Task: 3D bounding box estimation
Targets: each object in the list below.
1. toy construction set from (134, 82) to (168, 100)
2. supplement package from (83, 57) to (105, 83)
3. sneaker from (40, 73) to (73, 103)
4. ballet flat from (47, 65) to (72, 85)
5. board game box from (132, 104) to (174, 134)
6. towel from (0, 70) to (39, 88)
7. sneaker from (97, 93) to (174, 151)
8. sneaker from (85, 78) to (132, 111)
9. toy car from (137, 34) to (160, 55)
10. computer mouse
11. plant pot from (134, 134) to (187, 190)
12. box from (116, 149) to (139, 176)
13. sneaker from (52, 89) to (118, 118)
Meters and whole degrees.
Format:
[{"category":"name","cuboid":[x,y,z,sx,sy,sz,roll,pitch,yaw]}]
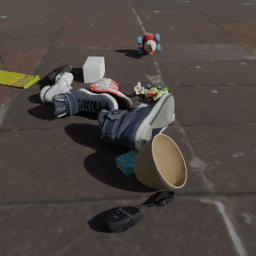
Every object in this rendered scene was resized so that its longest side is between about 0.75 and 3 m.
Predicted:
[{"category":"toy construction set","cuboid":[1.015,-1.433,11.730,1.567,0.722,1.027,23,40,13]},{"category":"supplement package","cuboid":[-1.629,-2.827,13.582,0.813,0.815,1.390,3,34,4]},{"category":"sneaker","cuboid":[-2.682,-1.648,11.947,1.184,0.774,2.060,15,42,20]},{"category":"ballet flat","cuboid":[-3.296,-2.573,13.610,0.756,0.646,2.275,-15,24,19]},{"category":"board game box","cuboid":[0.760,-0.308,10.364,1.437,0.296,1.434,21,40,28]},{"category":"towel","cuboid":[-5.727,-2.405,13.486,2.706,0.244,1.164,12,35,17]},{"category":"sneaker","cuboid":[0.246,-0.404,9.507,2.117,1.114,2.930,8,35,30]},{"category":"sneaker","cuboid":[-0.603,-1.465,11.620,2.350,0.785,1.259,18,40,28]},{"category":"toy car","cuboid":[1.243,-4.559,15.830,1.251,1.200,1.357,-9,38,2]},{"category":"computer mouse","cuboid":[0.380,2.065,6.947,2.139,0.364,0.627,-16,12,-29]},{"category":"plant pot","cuboid":[0.754,1.034,7.629,1.007,1.499,1.499,-29,19,34]},{"category":"box","cuboid":[0.344,0.907,8.560,1.371,0.337,0.564,-24,41,-31]},{"category":"sneaker","cuboid":[-1.714,-0.798,10.375,2.443,0.929,1.765,18,27,39]}]
